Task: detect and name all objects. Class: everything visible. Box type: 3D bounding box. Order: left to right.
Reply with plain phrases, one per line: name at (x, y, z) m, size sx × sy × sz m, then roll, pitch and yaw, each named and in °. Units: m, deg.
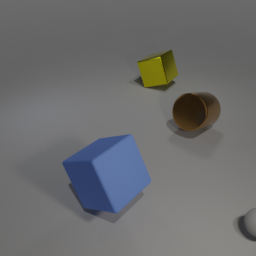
cube at (-0.530, 1.123, 7.157) m, size 1.400 × 1.400 × 1.400 m, roll -9°, pitch 18°, yaw 48°
cube at (1.558, -3.059, 14.456) m, size 1.400 × 1.400 × 1.400 m, roll -3°, pitch 25°, yaw 38°
cylinder at (2.624, -0.655, 10.697) m, size 1.400 × 1.400 × 1.400 m, roll 24°, pitch 22°, yaw 33°
ball at (3.144, 2.255, 6.666) m, size 0.700 × 0.700 × 0.700 m, roll 0°, pitch 32°, yaw 0°
